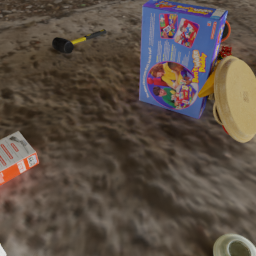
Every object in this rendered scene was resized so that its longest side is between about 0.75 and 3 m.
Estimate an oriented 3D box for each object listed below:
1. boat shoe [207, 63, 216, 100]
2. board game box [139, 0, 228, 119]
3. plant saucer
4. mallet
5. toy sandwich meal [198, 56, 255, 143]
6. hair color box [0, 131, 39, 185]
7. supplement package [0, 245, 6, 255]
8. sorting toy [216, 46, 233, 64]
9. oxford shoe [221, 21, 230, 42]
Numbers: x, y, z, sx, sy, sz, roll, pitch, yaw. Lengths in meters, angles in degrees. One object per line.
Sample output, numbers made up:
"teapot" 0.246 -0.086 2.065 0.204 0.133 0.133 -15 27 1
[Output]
"boat shoe" 2.174 -1.855 8.550 0.869 0.926 2.572 4 45 2
"board game box" 1.233 -1.660 7.040 1.796 2.672 0.598 20 46 20
"plant saucer" 1.854 2.123 4.731 0.774 0.194 0.774 0 42 0
"mallet" -1.826 -3.424 10.707 0.786 0.491 2.385 22 41 27
"toy sandwich meal" 2.537 -0.724 6.886 0.791 2.311 2.311 -11 26 47
"hair color box" -2.780 0.758 5.987 1.455 0.465 0.807 -32 57 -29
"supplement package" -2.851 2.005 4.364 1.417 0.859 0.848 10 43 11
"sorting toy" 3.168 -2.567 9.768 0.955 0.332 0.949 14 44 14
"oxford shoe" 2.182 -3.404 10.403 2.970 1.057 1.077 -7 19 -10
